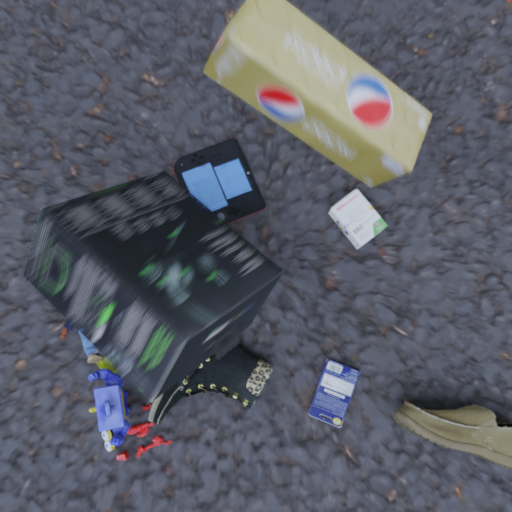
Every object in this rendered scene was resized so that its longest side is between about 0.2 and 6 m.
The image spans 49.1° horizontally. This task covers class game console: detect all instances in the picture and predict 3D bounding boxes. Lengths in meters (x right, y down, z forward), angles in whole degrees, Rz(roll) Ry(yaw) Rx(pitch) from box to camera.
[{"bbox_3d":[-0.721,-1.348,10.680,1.376,0.241,1.556,-22,81,-4],"label":"game console"}]

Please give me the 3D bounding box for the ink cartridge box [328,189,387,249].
[{"bbox_3d":[1.891,-0.689,10.485,0.659,0.397,0.907,-37,84,-7],"label":"ink cartridge box"}]

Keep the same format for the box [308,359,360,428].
[{"bbox_3d":[1.390,2.460,10.055,0.641,0.171,1.058,21,80,4],"label":"box"}]

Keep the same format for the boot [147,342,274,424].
[{"bbox_3d":[-0.779,2.307,9.742,1.533,0.733,2.030,33,72,5],"label":"boot"}]

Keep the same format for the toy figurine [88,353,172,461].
[{"bbox_3d":[-2.245,2.315,9.463,1.232,1.399,2.335,-8,81,-2],"label":"toy figurine"}]

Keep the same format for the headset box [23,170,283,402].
[{"bbox_3d":[-1.260,0.298,7.593,2.654,2.311,1.231,40,126,13],"label":"headset box"}]

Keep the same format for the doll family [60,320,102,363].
[{"bbox_3d":[-2.444,0.725,9.866,2.518,0.988,1.456,-32,67,-8],"label":"doll family"}]

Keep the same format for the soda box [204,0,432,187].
[{"bbox_3d":[0.928,-2.336,8.053,3.161,1.012,1.071,31,71,-19],"label":"soda box"}]

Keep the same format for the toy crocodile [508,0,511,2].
[{"bbox_3d":[3.176,-3.323,6.876,0.397,0.434,1.287,-25,62,-11],"label":"toy crocodile"}]

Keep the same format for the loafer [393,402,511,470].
[{"bbox_3d":[3.574,2.939,9.639,2.505,0.953,0.845,20,80,-7],"label":"loafer"}]
